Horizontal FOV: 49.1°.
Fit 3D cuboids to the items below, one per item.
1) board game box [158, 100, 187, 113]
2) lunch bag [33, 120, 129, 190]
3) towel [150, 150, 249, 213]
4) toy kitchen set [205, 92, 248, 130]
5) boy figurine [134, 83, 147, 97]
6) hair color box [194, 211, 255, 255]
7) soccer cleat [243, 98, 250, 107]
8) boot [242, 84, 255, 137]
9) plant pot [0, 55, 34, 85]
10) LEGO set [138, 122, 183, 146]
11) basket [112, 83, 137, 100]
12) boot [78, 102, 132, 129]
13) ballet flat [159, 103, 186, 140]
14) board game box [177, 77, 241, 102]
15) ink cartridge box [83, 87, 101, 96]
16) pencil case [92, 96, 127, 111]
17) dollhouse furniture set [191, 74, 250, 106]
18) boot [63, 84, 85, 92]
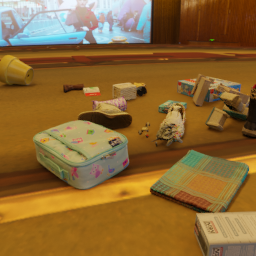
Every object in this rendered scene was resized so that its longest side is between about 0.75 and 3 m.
[{"bbox_3d":[2.152,-0.990,13.458,0.957,0.297,1.268,12,25,28],"label":"board game box"},{"bbox_3d":[-1.406,0.658,8.246,2.673,1.030,2.144,20,29,41],"label":"lunch bag"},{"bbox_3d":[2.008,1.342,7.540,1.893,0.280,2.582,14,25,33],"label":"towel"},{"bbox_3d":[4.076,-0.497,11.838,1.991,1.595,1.173,31,-3,-42],"label":"toy kitchen set"},{"bbox_3d":[0.574,-2.301,16.505,1.000,0.518,1.609,-31,22,-3],"label":"boy figurine"},{"bbox_3d":[2.219,2.068,5.352,1.692,0.513,0.838,0,21,-3],"label":"hair color box"},{"bbox_3d":[6.106,-1.289,13.981,1.632,0.560,0.695,7,31,25],"label":"soccer cleat"},{"bbox_3d":[5.245,-0.799,10.872,2.421,1.823,0.886,-19,28,-40],"label":"boot"},{"bbox_3d":[-7.276,-3.643,18.428,1.752,1.863,1.863,18,24,5],"label":"plant pot"},{"bbox_3d":[1.119,0.115,9.890,1.748,0.495,1.135,4,44,27],"label":"LEGO set"},{"bbox_3d":[-0.165,-1.953,15.195,1.183,0.802,0.730,-14,26,-34],"label":"basket"},{"bbox_3d":[-1.145,-0.539,11.604,2.225,0.802,1.721,-2,21,-24],"label":"boot"},{"bbox_3d":[1.808,-0.368,11.105,1.013,0.856,2.677,8,23,9],"label":"ballet flat"},{"bbox_3d":[4.643,-2.307,16.252,2.506,0.715,2.559,-13,25,-29],"label":"board game box"},{"bbox_3d":[-2.126,-2.154,16.506,0.901,0.280,1.120,-7,21,-15],"label":"ink cartridge box"},{"bbox_3d":[-0.839,-1.031,12.998,1.653,0.707,0.694,-13,13,-28],"label":"pencil case"},{"bbox_3d":[4.871,-1.575,14.470,2.730,1.333,2.328,17,22,-6],"label":"dollhouse furniture set"},{"bbox_3d":[-3.255,-2.461,17.140,1.366,0.439,1.273,0,23,-13],"label":"boot"}]
